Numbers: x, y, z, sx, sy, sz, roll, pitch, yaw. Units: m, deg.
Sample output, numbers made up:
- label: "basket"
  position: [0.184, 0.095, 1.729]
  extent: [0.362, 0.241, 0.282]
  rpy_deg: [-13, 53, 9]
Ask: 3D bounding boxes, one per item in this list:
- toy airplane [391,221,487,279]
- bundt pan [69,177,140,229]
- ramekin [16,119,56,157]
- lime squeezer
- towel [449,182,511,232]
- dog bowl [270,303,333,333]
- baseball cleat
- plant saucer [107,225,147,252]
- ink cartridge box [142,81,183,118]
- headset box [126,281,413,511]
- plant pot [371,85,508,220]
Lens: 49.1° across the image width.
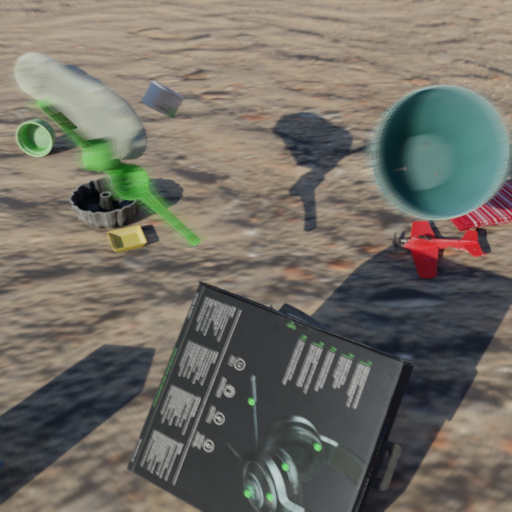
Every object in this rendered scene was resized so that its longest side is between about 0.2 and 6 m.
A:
- label: "toy airplane"
  position: [3.903, -0.220, 11.885]
  extent: [2.018, 0.371, 2.018]
  rpy_deg: [0, 39, 0]
- label: "bundt pan"
  position: [-3.428, -1.171, 12.924]
  extent: [1.622, 0.609, 1.622]
  rpy_deg: [1, 38, -1]
- label: "ramekin"
  position: [-6.004, -3.261, 15.359]
  extent: [0.988, 0.988, 0.483]
  rpy_deg: [2, 30, 3]
- label: "lime squeezer"
  position: [-2.280, -1.328, 9.067]
  extent: [0.633, 3.356, 1.185]
  rpy_deg: [-37, 37, 9]
- label: "towel"
  position: [5.477, -1.204, 13.253]
  extent: [2.364, 0.266, 1.709]
  rpy_deg: [-7, 36, -12]
- label: "dog bowl"
  position: [0.858, 1.473, 8.776]
  extent: [1.890, 0.554, 1.890]
  rpy_deg: [33, 8, -6]
- label: "baseball cleat"
  position: [-2.921, -2.809, 10.282]
  extent: [3.032, 1.057, 1.614]
  rpy_deg: [38, 23, 11]
- label: "plant saucer"
  position: [-2.807, -0.342, 12.203]
  extent: [0.733, 0.178, 0.733]
  rpy_deg: [-14, 40, -17]
- label: "ink cartridge box"
  position: [-2.019, -3.370, 12.113]
  extent: [0.310, 0.538, 0.737]
  rpy_deg: [42, 18, 31]
- label: "headset box"
  position: [0.306, 2.045, 7.055]
  extent: [2.942, 1.365, 2.561]
  rpy_deg: [18, 85, 23]
- label: "plant pot"
  position: [2.893, -1.633, 9.333]
  extent: [2.062, 2.062, 1.389]
  rpy_deg: [4, 4, 5]
